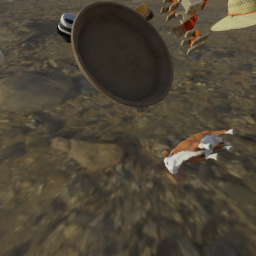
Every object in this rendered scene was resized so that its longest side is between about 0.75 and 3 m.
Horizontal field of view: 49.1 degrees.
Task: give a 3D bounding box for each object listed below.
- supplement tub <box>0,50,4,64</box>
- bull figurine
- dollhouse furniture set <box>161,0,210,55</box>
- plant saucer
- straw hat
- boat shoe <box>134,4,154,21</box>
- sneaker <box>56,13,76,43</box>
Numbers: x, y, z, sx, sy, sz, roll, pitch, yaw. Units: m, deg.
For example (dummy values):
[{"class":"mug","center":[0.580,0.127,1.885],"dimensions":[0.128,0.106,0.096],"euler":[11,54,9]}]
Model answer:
[{"class":"supplement tub","center":[-3.950,-2.221,6.517],"dimensions":[1.331,1.897,1.331],"euler":[-31,3,2]},{"class":"bull figurine","center":[0.877,0.253,3.413],"dimensions":[0.969,0.316,0.588],"euler":[-28,15,-40]},{"class":"dollhouse furniture set","center":[1.935,-3.502,8.601],"dimensions":[0.913,1.753,1.772],"euler":[-27,79,-9]},{"class":"plant saucer","center":[-0.091,-1.792,6.948],"dimensions":[2.876,2.876,0.424],"euler":[-28,-3,-37]},{"class":"straw hat","center":[2.984,-3.163,7.118],"dimensions":[1.896,0.802,1.896],"euler":[-17,25,8]},{"class":"boat shoe","center":[0.102,-3.451,9.169],"dimensions":[1.599,0.577,0.576],"euler":[-18,-21,30]},{"class":"sneaker","center":[-1.341,-2.792,8.329],"dimensions":[1.579,0.883,0.577],"euler":[16,67,-29]}]
